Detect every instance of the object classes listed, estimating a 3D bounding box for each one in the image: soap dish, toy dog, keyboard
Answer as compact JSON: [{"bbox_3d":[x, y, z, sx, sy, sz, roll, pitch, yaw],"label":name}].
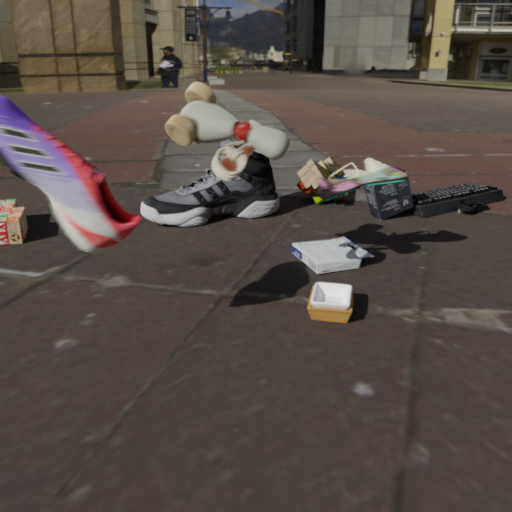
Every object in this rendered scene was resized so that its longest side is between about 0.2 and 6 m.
[{"bbox_3d":[1.209,0.752,9.024,0.688,0.355,0.875,4,22,11],"label":"soap dish"},{"bbox_3d":[-0.470,-1.816,8.681,1.300,0.950,1.972,-39,67,-12],"label":"toy dog"},{"bbox_3d":[5.184,-1.506,14.788,3.185,0.409,1.913,-13,25,-29],"label":"keyboard"}]

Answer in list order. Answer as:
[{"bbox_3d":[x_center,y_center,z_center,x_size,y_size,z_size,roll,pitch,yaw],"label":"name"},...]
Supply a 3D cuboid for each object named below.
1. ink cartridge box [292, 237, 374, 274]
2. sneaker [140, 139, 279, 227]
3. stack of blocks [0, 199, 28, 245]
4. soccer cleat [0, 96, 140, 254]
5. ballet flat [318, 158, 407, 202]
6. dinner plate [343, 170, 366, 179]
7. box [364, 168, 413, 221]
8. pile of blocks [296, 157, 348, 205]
[{"bbox_3d":[1.503,-0.023,11.149,1.230,0.250,1.227,-8,23,-19],"label":"ink cartridge box"},{"bbox_3d":[-1.100,-1.866,13.501,3.458,1.968,1.305,-7,22,-18],"label":"sneaker"},{"bbox_3d":[-5.776,-0.778,12.673,1.068,0.543,1.854,-6,22,-14],"label":"stack of blocks"},{"bbox_3d":[-2.331,-1.043,6.767,0.832,2.272,0.775,-24,28,18],"label":"soccer cleat"},{"bbox_3d":[1.886,-1.436,10.139,1.598,0.569,0.552,-13,3,14],"label":"ballet flat"},{"bbox_3d":[3.000,-2.488,17.574,1.782,0.216,1.782,-1,20,0],"label":"dinner plate"},{"bbox_3d":[3.232,-1.512,13.695,0.947,0.963,0.565,-22,25,-9],"label":"box"},{"bbox_3d":[1.834,-1.925,15.476,0.956,1.262,3.076,-38,-3,22],"label":"pile of blocks"}]
